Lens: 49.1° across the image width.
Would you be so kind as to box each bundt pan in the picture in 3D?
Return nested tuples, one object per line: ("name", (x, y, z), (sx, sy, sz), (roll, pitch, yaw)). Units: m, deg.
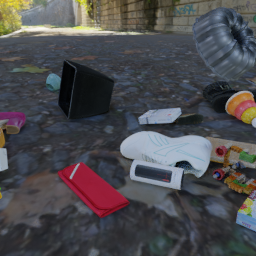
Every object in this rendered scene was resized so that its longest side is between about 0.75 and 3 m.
("bundt pan", (2.826, -2.429, 7.769), (2.162, 2.162, 0.812), (-21, -6, -39))

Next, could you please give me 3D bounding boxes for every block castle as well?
("block castle", (3.176, 1.185, 7.697), (0.781, 1.113, 1.665), (-21, 30, -37))

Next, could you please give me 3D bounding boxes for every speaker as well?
("speaker", (0.845, 1.326, 8.013), (1.491, 0.606, 0.606), (9, 25, 19))

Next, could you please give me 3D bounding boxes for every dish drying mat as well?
("dish drying mat", (-1.049, 1.620, 7.807), (0.919, 0.218, 2.393), (-16, 28, -35))

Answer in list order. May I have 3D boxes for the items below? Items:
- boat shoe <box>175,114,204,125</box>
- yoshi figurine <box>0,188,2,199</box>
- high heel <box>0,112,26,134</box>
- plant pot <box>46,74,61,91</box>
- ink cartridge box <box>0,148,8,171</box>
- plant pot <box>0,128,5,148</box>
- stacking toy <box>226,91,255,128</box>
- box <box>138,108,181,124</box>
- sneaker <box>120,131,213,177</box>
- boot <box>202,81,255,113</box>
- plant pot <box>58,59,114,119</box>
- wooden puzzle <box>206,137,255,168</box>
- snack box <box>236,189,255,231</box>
("boat shoe", (2.632, -0.436, 12.170), (1.276, 0.483, 0.471), (-4, 21, -10))
("yoshi figurine", (-3.804, 1.669, 7.601), (0.516, 0.518, 0.922), (-48, 56, -7))
("high heel", (-5.542, -0.384, 11.425), (2.511, 0.846, 1.204), (2, 33, -7))
("plant pot", (-4.474, -2.644, 16.737), (1.005, 1.005, 0.674), (12, 54, 26))
("ink cartridge box", (-4.427, 1.012, 8.120), (1.598, 0.672, 1.167), (-7, -2, -15))
("plant pot", (-5.478, -0.095, 9.823), (1.881, 1.722, 1.881), (0, 24, 0))
("stacking toy", (5.216, -0.618, 12.153), (1.318, 1.318, 1.804), (-6, 45, -14))
("box", (1.387, -0.521, 12.121), (1.520, 0.313, 1.185), (-4, 19, 33))
("sneaker", (1.057, 0.826, 8.668), (2.930, 1.031, 1.174), (1, 45, 21))
("boot", (5.365, -1.617, 14.035), (2.929, 1.102, 2.190), (1, 24, 3))
("plant pot", (-1.955, -1.778, 13.267), (2.047, 2.302, 2.307), (3, 20, -26))
("wooden puzzle", (3.396, 0.835, 9.518), (1.746, 0.351, 1.887), (10, 21, 22))
("snack box", (3.267, 2.028, 6.671), (0.961, 0.386, 1.139), (18, 30, 37))
